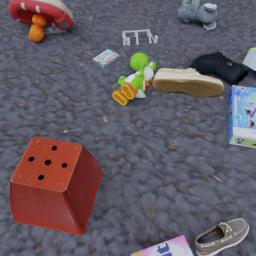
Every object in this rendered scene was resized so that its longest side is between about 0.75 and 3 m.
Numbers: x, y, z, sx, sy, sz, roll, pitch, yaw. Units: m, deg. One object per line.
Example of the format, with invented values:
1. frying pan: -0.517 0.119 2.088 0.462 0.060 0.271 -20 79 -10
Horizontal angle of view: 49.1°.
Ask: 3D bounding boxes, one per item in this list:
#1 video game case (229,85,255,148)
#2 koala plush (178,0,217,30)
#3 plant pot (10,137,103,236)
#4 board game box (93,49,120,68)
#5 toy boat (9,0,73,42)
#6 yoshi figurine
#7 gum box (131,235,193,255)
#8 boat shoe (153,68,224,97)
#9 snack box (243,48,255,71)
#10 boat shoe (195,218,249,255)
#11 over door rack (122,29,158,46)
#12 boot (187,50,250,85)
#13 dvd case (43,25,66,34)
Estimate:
1. video game case: 4.209 -0.330 8.674 2.010 0.504 2.217 10 52 8
2. koala plush: 3.117 -4.965 11.962 1.464 1.412 1.593 -41 61 -14
3. plant pot: -1.760 1.234 6.711 1.834 1.616 1.832 9 51 8
4. board game box: -0.838 -2.683 10.797 0.596 0.152 0.880 34 59 24
5. toy boat: -3.637 -4.346 11.406 2.582 1.685 1.687 17 88 15
6. yoshi figurine: 0.206 -1.815 9.521 1.160 1.155 2.063 19 50 23
7. gum box: 0.961 3.341 5.350 1.202 0.700 2.118 -17 44 -7
8. boat shoe: 2.050 -1.657 9.514 2.347 0.865 0.812 9 57 8
9. snack box: 5.278 -2.187 9.831 1.588 0.637 1.883 -22 51 -40
10. boat shoe: 2.118 2.394 6.301 1.378 0.410 0.495 -25 28 -9
11. over door rack: 0.418 -3.527 11.149 1.177 0.531 1.594 -7 30 -6
12. boot: 3.213 -2.052 9.931 1.809 0.691 1.520 -25 51 -26
13. dvd case: -3.206 -4.391 12.203 1.006 0.111 0.734 -7 51 -6
